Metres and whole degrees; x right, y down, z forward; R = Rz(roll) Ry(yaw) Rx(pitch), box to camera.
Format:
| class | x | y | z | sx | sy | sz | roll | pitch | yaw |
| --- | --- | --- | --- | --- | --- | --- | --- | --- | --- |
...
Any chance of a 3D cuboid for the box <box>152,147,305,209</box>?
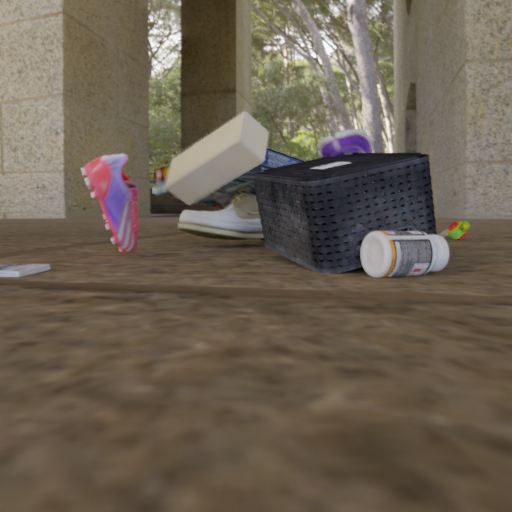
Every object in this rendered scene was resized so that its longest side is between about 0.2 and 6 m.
| class | x | y | z | sx | sy | sz | roll | pitch | yaw |
| --- | --- | --- | --- | --- | --- | --- | --- | --- | --- |
| box | -0.511 | -1.959 | 14.630 | 2.668 | 0.777 | 3.897 | 10 | -9 | -43 |

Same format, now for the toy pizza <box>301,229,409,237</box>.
| class | x | y | z | sx | sy | sz | roll | pitch | yaw |
| --- | --- | --- | --- | --- | --- | --- | --- | --- | --- |
| toy pizza | 2.421 | -0.381 | 12.556 | 2.955 | 0.468 | 2.955 | -4 | 0 | 0 |

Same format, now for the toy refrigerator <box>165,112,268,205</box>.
| class | x | y | z | sx | sy | sz | roll | pitch | yaw |
| --- | --- | --- | --- | --- | --- | --- | --- | --- | --- |
| toy refrigerator | -0.832 | -1.979 | 11.776 | 2.304 | 0.875 | 0.806 | -25 | -47 | 38 |

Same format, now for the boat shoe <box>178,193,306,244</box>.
| class | x | y | z | sx | sy | sz | roll | pitch | yaw |
| --- | --- | --- | --- | --- | --- | --- | --- | --- | --- |
| boat shoe | -0.270 | -0.961 | 13.961 | 3.402 | 1.164 | 1.271 | 4 | -1 | -24 |

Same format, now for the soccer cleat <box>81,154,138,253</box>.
| class | x | y | z | sx | sy | sz | roll | pitch | yaw |
| --- | --- | --- | --- | --- | --- | --- | --- | --- | --- |
| soccer cleat | -2.505 | -0.915 | 10.507 | 0.870 | 2.275 | 0.759 | -21 | 48 | -8 |

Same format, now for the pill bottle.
| class | x | y | z | sx | sy | sz | roll | pitch | yaw |
| --- | --- | --- | --- | --- | --- | --- | --- | --- | --- |
| pill bottle | 2.161 | -0.030 | 8.124 | 1.160 | 0.675 | 0.675 | -1 | 5 | -23 |

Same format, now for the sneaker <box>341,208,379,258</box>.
| class | x | y | z | sx | sy | sz | roll | pitch | yaw |
| --- | --- | --- | --- | --- | --- | --- | --- | --- | --- |
| sneaker | 1.930 | -0.406 | 9.844 | 0.983 | 1.078 | 2.630 | 2 | 4 | 20 |

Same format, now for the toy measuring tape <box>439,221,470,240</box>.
| class | x | y | z | sx | sy | sz | roll | pitch | yaw |
| --- | --- | --- | --- | --- | --- | --- | --- | --- | --- |
| toy measuring tape | 5.926 | -0.679 | 17.000 | 0.567 | 0.567 | 1.541 | -1 | -11 | -15 |

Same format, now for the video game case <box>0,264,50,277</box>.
| class | x | y | z | sx | sy | sz | roll | pitch | yaw |
| --- | --- | --- | --- | --- | --- | --- | --- | --- | --- |
| video game case | -3.735 | 0.217 | 8.498 | 0.831 | 0.108 | 0.913 | 0 | 6 | 8 |

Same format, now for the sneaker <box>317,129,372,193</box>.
| class | x | y | z | sx | sy | sz | roll | pitch | yaw |
| --- | --- | --- | --- | --- | --- | --- | --- | --- | --- |
| sneaker | 2.445 | -1.867 | 13.818 | 1.298 | 1.343 | 3.220 | -17 | -34 | 14 |

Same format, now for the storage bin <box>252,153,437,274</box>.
| class | x | y | z | sx | sy | sz | roll | pitch | yaw |
| --- | --- | --- | --- | --- | --- | --- | --- | --- | --- |
| storage bin | 1.419 | -0.897 | 9.834 | 2.148 | 1.490 | 3.177 | -14 | 15 | -15 |
